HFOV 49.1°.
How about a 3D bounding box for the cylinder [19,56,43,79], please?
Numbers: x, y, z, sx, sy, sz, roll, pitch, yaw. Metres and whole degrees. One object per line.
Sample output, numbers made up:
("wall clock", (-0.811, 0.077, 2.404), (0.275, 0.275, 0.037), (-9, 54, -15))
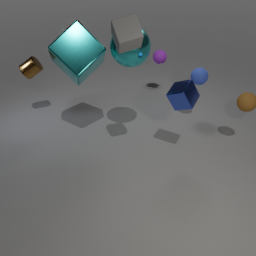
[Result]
("cylinder", (-4.055, -2.525, 11.729), (0.700, 0.700, 0.700), (-33, 30, 10))

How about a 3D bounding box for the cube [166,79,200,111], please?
("cube", (1.802, -1.068, 9.150), (0.700, 0.700, 0.700), (-3, 42, 45))

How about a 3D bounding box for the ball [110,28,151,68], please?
("ball", (0.078, -2.782, 9.572), (1.400, 1.400, 1.400), (0, 31, 0))

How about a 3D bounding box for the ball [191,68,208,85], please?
("ball", (2.902, -2.100, 11.383), (0.700, 0.700, 0.700), (0, 31, 0))

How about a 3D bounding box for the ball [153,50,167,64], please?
("ball", (1.615, -3.596, 14.183), (0.700, 0.700, 0.700), (0, 31, 0))

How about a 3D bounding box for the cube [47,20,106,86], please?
("cube", (-1.778, -2.590, 9.909), (1.400, 1.400, 1.400), (-47, 4, -9))

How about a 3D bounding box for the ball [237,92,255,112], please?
("ball", (4.262, -0.927, 10.029), (0.700, 0.700, 0.700), (0, 31, 0))

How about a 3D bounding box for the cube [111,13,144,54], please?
("cube", (-0.035, -2.580, 7.704), (0.700, 0.700, 0.700), (-18, -7, -5))
